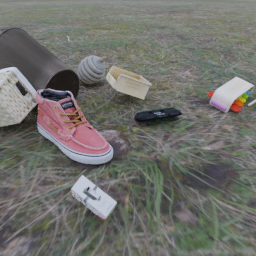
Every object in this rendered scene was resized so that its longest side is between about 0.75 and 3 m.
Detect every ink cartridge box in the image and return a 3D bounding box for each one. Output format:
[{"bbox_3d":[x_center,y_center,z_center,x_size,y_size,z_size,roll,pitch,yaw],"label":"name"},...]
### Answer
[{"bbox_3d":[-0.683,1.398,5.532,0.862,0.632,0.357,36,65,9],"label":"ink cartridge box"}]

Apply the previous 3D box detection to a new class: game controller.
[{"bbox_3d":[0.981,-0.410,9.134,1.497,0.315,0.781,-10,20,-15],"label":"game controller"}]

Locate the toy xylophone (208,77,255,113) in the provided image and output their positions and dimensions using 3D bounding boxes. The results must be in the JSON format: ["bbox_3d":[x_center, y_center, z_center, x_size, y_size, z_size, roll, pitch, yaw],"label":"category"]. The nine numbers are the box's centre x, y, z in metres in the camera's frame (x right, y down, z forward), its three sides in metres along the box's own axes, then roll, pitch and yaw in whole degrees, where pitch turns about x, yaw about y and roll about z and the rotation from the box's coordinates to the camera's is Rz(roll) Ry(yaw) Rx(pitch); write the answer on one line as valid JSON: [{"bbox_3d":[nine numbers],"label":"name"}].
[{"bbox_3d":[3.967,-1.179,10.128,2.063,0.518,1.510,-23,50,-30],"label":"toy xylophone"}]

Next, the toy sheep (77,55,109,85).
[{"bbox_3d":[-1.453,-2.426,11.550,1.203,1.745,1.203,28,42,-28],"label":"toy sheep"}]

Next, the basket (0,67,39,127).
[{"bbox_3d":[-3.883,-0.809,8.371,1.946,1.319,1.200,-7,44,30],"label":"basket"}]

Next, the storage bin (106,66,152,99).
[{"bbox_3d":[-0.017,-1.698,10.300,1.313,0.620,1.323,16,19,-23],"label":"storage bin"}]

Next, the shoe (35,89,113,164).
[{"bbox_3d":[-1.572,-0.130,7.697,2.864,1.303,1.023,26,38,33],"label":"shoe"}]

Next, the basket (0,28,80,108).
[{"bbox_3d":[-3.274,-1.805,9.887,2.867,2.585,1.950,31,19,26],"label":"basket"}]
